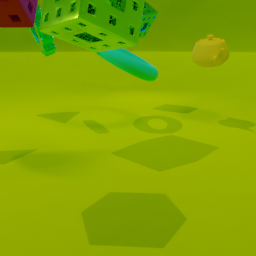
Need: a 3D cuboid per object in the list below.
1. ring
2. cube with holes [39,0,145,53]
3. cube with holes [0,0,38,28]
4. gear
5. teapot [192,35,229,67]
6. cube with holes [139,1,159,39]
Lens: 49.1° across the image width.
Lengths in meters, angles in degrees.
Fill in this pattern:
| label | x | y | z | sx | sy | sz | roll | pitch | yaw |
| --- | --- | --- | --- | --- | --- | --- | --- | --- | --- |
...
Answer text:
| label | x | y | z | sx | sy | sz | roll | pitch | yaw |
| --- | --- | --- | --- | --- | --- | --- | --- | --- | --- |
| ring | -0.050 | -1.966 | 8.095 | 2.071 | 0.414 | 2.071 | 27 | 17 | -9 |
| cube with holes | -0.670 | -2.429 | 5.461 | 1.391 | 1.391 | 1.391 | 10 | -1 | -44 |
| cube with holes | -1.546 | -1.736 | 2.923 | 0.934 | 0.934 | 0.934 | 1 | -19 | 3 |
| gear | -2.427 | -2.721 | 7.490 | 0.291 | 1.574 | 1.574 | -28 | 25 | -16 |
| teapot | 2.361 | -2.211 | 7.960 | 1.046 | 0.824 | 1.682 | -11 | 30 | -2 |
| cube with holes | 0.207 | -3.806 | 9.674 | 1.015 | 1.015 | 1.015 | 44 | 42 | 10 |
